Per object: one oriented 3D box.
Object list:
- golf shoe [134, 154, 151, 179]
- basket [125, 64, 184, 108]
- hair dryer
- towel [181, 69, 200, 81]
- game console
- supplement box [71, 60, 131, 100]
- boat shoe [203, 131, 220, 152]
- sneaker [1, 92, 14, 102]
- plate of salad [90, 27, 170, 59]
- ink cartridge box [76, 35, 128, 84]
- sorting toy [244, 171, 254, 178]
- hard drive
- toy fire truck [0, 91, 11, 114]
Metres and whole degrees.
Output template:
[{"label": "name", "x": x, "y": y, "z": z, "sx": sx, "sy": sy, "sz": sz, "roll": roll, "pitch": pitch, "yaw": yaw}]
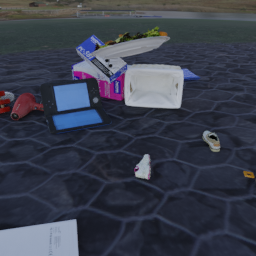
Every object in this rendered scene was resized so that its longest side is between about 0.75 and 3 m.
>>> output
[{"label": "golf shoe", "x": 0.440, "y": 1.111, "z": 8.328, "sx": 0.484, "sy": 0.399, "sz": 1.058, "roll": -1, "pitch": 26, "yaw": 5}, {"label": "basket", "x": 1.221, "y": -1.992, "z": 12.933, "sx": 2.554, "sy": 1.731, "sz": 1.576, "roll": 5, "pitch": 24, "yaw": 9}, {"label": "hair dryer", "x": -3.803, "y": -1.025, "z": 12.056, "sx": 2.115, "sy": 0.754, "sz": 2.777, "roll": 23, "pitch": 36, "yaw": 35}, {"label": "towel", "x": 3.280, "y": -3.283, "z": 16.971, "sx": 1.489, "sy": 0.245, "sz": 2.057, "roll": -5, "pitch": 28, "yaw": -11}, {"label": "game console", "x": -2.118, "y": -0.980, "z": 11.316, "sx": 2.467, "sy": 2.106, "sz": 1.460, "roll": -11, "pitch": 2, "yaw": -20}, {"label": "supplement box", "x": -1.266, "y": -2.466, "z": 14.106, "sx": 2.797, "sy": 1.416, "sz": 1.446, "roll": 12, "pitch": 29, "yaw": 21}, {"label": "boat shoe", "x": 2.933, "y": 0.357, "z": 9.751, "sx": 0.436, "sy": 0.399, "sz": 1.168, "roll": -3, "pitch": 27, "yaw": -6}, {"label": "sneaker", "x": -6.132, "y": -1.472, "z": 13.108, "sx": 1.473, "sy": 0.555, "sz": 0.770, "roll": -15, "pitch": 36, "yaw": -19}, {"label": "plate of salad", "x": 0.035, "y": -3.086, "z": 10.227, "sx": 2.970, "sy": 0.713, "sz": 2.970, "roll": -11, "pitch": 10, "yaw": 2}, {"label": "ink cartridge box", "x": -1.134, "y": -2.979, "z": 12.077, "sx": 1.030, "sy": 0.485, "sz": 2.192, "roll": -41, "pitch": 71, "yaw": -12}, {"label": "sorting toy", "x": 3.960, "y": 1.476, "z": 7.828, "sx": 1.413, "sy": 0.193, "sz": 0.796, "roll": 14, "pitch": 24, "yaw": 20}, {"label": "hard drive", "x": -1.933, "y": 2.501, "z": 5.786, "sx": 1.763, "sy": 0.235, "sz": 1.163, "roll": -5, "pitch": 28, "yaw": -11}, {"label": "toy fire truck", "x": -5.894, "y": -0.952, "z": 11.976, "sx": 1.609, "sy": 0.902, "sz": 1.351, "roll": -23, "pitch": 11, "yaw": -38}]
